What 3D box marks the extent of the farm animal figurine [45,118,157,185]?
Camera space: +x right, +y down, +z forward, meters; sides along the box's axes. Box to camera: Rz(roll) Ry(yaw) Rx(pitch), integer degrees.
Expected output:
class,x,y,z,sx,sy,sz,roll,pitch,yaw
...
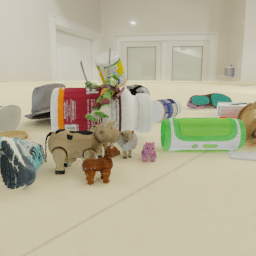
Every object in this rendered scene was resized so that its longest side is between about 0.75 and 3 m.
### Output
class,x,y,z,sx,sy,sz,roll,pitch,yaw
farm animal figurine,-0.524,0.288,6.621,1.925,1.199,2.384,8,15,34

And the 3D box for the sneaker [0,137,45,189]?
class,x,y,z,sx,sy,sz,roll,pitch,yaw
sneaker,-2.235,0.592,6.057,0.993,0.893,2.301,-2,13,-32

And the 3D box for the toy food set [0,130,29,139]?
class,x,y,z,sx,sy,sz,roll,pitch,yaw
toy food set,-3.690,0.290,8.872,1.021,0.248,1.011,1,12,6

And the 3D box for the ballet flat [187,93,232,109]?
class,x,y,z,sx,sy,sz,roll,pitch,yaw
ballet flat,4.551,-1.475,15.940,2.593,0.896,0.923,-3,-11,-13

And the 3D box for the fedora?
class,x,y,z,sx,sy,sz,roll,pitch,yaw
fedora,-3.165,-1.156,11.678,2.410,1.230,2.725,-13,0,-14

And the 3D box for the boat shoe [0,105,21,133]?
class,x,y,z,sx,sy,sz,roll,pitch,yaw
boat shoe,-4.596,-0.171,9.333,0.861,1.055,2.856,7,21,9

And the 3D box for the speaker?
class,x,y,z,sx,sy,sz,roll,pitch,yaw
speaker,2.047,0.170,7.817,2.186,0.967,0.967,0,12,-1

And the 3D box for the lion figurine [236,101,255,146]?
class,x,y,z,sx,sy,sz,roll,pitch,yaw
lion figurine,3.956,-0.136,8.747,1.750,1.035,2.857,-45,-7,36

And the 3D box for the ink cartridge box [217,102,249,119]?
class,x,y,z,sx,sy,sz,roll,pitch,yaw
ink cartridge box,5.562,-0.697,12.553,2.930,0.638,2.543,3,11,14

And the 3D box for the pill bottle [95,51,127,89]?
class,x,y,z,sx,sy,sz,roll,pitch,yaw
pill bottle,-0.630,-2.209,11.866,1.052,1.866,1.052,-12,41,11

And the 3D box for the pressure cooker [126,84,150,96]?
class,x,y,z,sx,sy,sz,roll,pitch,yaw
pressure cooker,0.424,-1.571,14.860,1.383,1.404,1.572,-23,22,-35

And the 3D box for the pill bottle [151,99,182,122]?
class,x,y,z,sx,sy,sz,roll,pitch,yaw
pill bottle,1.637,-0.808,12.301,0.937,0.937,1.689,11,16,42

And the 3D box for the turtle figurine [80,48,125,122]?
class,x,y,z,sx,sy,sz,roll,pitch,yaw
turtle figurine,-0.832,-1.066,7.603,1.137,1.532,1.580,4,-22,21

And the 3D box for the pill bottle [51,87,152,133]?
class,x,y,z,sx,sy,sz,roll,pitch,yaw
pill bottle,-0.823,-0.445,8.862,2.989,1.689,1.689,-1,12,-8

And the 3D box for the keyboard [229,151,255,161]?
class,x,y,z,sx,sy,sz,roll,pitch,yaw
keyboard,3.494,0.751,7.124,1.719,0.092,0.484,3,13,16
